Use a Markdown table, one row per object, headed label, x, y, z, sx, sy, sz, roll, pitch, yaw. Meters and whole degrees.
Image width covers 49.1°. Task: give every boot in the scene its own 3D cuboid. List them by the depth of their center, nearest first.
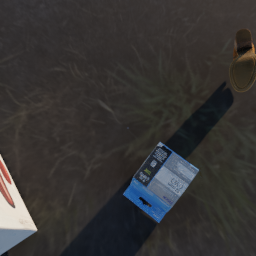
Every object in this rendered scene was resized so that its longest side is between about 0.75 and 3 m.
| label | x | y | z | sx | sy | sz | roll | pitch | yaw |
| --- | --- | --- | --- | --- | --- | --- | --- | --- | --- |
| boot | 2.964 | -1.443 | 7.067 | 0.629 | 1.321 | 1.707 | 3 | 71 | 25 |

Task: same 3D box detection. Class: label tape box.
| label | x | y | z | sx | sy | sz | roll | pitch | yaw |
| --- | --- | --- | --- | --- | --- | --- | --- | --- | --- |
| label tape box | 0.715 | 1.229 | 6.309 | 1.068 | 0.493 | 1.491 | 37 | 85 | 12 |

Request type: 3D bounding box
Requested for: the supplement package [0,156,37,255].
| label | x | y | z | sx | sy | sz | roll | pitch | yaw |
| --- | --- | --- | --- | --- | --- | --- | --- | --- | --- |
| supplement package | -3.656 | 1.203 | 5.226 | 2.121 | 2.758 | 2.884 | -32 | 72 | -10 |
